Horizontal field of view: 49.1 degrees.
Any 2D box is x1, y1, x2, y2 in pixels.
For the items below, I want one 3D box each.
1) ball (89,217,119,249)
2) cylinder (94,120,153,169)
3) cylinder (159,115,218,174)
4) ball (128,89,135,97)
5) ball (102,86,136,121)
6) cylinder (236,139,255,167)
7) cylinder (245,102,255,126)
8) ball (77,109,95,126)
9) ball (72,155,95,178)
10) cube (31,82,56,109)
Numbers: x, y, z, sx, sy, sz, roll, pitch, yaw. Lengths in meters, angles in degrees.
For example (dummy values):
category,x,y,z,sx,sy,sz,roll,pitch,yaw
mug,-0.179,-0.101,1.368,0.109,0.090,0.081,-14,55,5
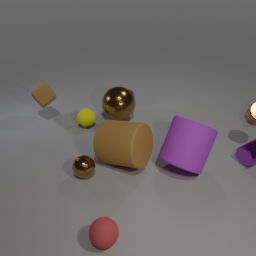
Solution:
category,x,y,z,sx,sy,sz,roll,pitch,yaw
ball,-0.562,2.432,6.526,0.700,0.700,0.700,0,32,0
cylinder,-0.124,0.484,8.816,1.400,1.400,1.400,6,30,31
cylinder,1.835,0.493,8.607,1.400,1.400,1.400,21,4,-1
ball,-0.034,-1.430,12.899,0.700,0.700,0.700,0,32,0
ball,-0.380,-1.005,11.528,1.400,1.400,1.400,0,32,0
cylinder,4.031,0.803,9.098,0.700,0.700,0.700,-22,37,-17
cylinder,4.350,-0.481,9.367,0.700,0.700,0.700,6,-12,9
ball,-1.654,-0.413,11.087,0.700,0.700,0.700,0,32,0
ball,-1.352,1.178,8.575,0.700,0.700,0.700,0,32,0
cube,-3.371,-1.304,11.242,0.700,0.700,0.700,-43,6,-15
